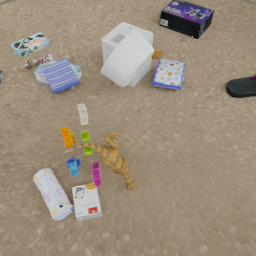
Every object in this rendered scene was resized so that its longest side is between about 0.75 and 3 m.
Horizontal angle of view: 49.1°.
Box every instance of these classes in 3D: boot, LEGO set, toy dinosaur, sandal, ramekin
[{"bbox_3d":[1.035,-3.350,11.878,1.040,0.807,0.399,-1,52,-1],"label":"boot"},{"bbox_3d":[-3.580,-2.604,11.147,1.175,0.386,1.573,-25,14,-10],"label":"LEGO set"},{"bbox_3d":[-1.325,0.471,7.626,0.831,0.894,2.179,-11,96,-4],"label":"LEGO set"},{"bbox_3d":[-0.515,0.731,7.574,0.812,2.690,1.429,-36,34,14],"label":"toy dinosaur"},{"bbox_3d":[5.247,-1.776,10.729,2.897,0.693,1.089,-12,53,-9],"label":"sandal"},{"bbox_3d":[0.026,-2.111,8.806,0.855,1.755,1.755,42,60,-2],"label":"ramekin"}]

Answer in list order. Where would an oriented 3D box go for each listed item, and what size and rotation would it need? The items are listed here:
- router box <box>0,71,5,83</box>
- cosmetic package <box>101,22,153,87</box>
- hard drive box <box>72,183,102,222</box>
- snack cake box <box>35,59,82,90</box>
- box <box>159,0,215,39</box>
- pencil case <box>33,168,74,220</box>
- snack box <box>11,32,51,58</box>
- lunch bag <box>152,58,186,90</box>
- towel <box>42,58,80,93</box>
[{"bbox_3d":[-5.712,-1.909,11.061,1.254,0.327,0.986,9,53,7],"label":"router box"},{"bbox_3d":[-0.007,-2.836,10.889,1.427,1.731,1.428,28,57,20],"label":"cosmetic package"},{"bbox_3d":[-1.162,2.088,7.957,0.717,0.353,0.920,-12,53,-8],"label":"hard drive box"},{"bbox_3d":[-2.754,-2.155,11.130,1.564,0.526,0.900,14,55,11],"label":"snack cake box"},{"bbox_3d":[2.788,-5.259,13.368,2.106,0.831,1.487,27,54,20],"label":"box"},{"bbox_3d":[-2.131,1.853,7.929,0.627,0.685,1.509,-34,58,-10],"label":"pencil case"},{"bbox_3d":[-4.328,-3.739,12.519,1.469,0.273,0.854,-33,59,-23],"label":"snack box"},{"bbox_3d":[1.577,-1.975,10.826,1.121,0.816,1.318,11,45,8],"label":"lunch bag"},{"bbox_3d":[-2.553,-1.999,10.571,1.053,0.173,1.454,-25,62,-13],"label":"towel"}]
